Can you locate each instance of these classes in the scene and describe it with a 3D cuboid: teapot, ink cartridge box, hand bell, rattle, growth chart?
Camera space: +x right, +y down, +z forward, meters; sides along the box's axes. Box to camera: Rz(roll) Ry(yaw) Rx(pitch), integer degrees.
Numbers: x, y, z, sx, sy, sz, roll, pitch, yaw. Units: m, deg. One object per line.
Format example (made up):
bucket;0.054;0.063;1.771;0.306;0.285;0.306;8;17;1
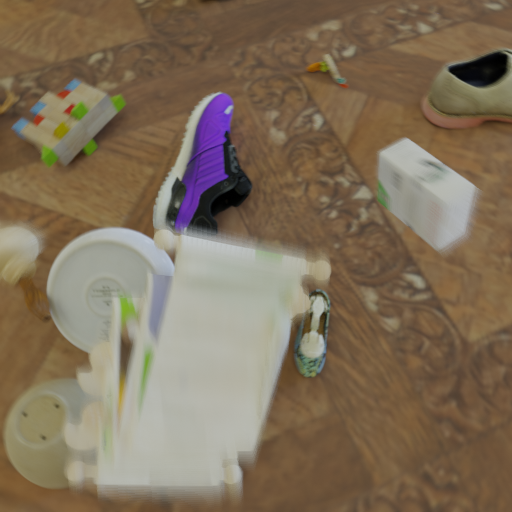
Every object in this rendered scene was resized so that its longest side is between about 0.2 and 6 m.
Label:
teapot;-2.069;0.502;8.819;2.117;1.546;2.089;40;99;0
ink cartridge box;2.279;-0.843;7.683;0.545;0.945;1.294;-29;52;-15
hand bell;-3.416;0.403;8.339;0.930;0.930;1.786;-34;50;-16
rattle;1.473;-3.722;11.611;0.564;0.514;0.789;-24;86;-4
growth chart;-0.855;1.496;7.360;2.741;0.336;3.788;17;101;-18

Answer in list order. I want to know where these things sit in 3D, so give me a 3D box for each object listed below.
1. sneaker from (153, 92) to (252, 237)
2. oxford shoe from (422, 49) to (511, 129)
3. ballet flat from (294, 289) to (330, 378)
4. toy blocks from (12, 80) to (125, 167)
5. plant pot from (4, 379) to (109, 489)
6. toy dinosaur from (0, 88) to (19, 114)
sneaker;-0.699;-1.569;10.177;1.449;1.013;2.914;17;70;6
oxford shoe;5.052;-3.359;10.873;3.441;1.270;1.218;-14;64;-7
ballet flat;0.909;1.194;8.988;0.542;0.542;1.460;6;63;3
toy blocks;-3.716;-2.644;10.802;1.354;0.990;1.981;29;70;27
plant pot;-2.899;2.445;8.030;1.583;1.063;1.583;0;63;-1
toy dinosaur;-5.418;-2.823;11.055;1.338;0.761;2.519;-37;61;9
